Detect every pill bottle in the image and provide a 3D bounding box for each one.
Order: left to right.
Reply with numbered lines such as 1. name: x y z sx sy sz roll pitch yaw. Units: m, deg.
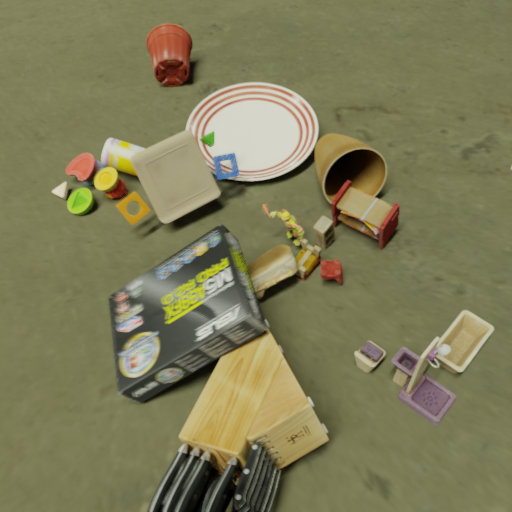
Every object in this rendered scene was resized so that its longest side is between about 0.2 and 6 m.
1. pill bottle: -2.752 -2.139 12.490 1.254 0.654 0.654 18 50 -3

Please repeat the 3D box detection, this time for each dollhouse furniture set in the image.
1. dollhouse furniture set: 1.740 -0.263 11.078 1.210 0.914 2.248 31 73 23
2. dollhouse furniture set: 2.943 1.230 9.210 1.672 1.498 2.110 35 57 26

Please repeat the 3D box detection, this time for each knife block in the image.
1. knife block: -0.484 2.576 8.276 2.702 0.985 3.078 -28 37 -3

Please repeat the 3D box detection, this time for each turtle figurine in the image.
1. turtle figurine: 0.640 -0.637 10.998 1.094 0.882 0.352 33 75 35

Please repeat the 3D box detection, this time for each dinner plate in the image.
1. dinner plate: -0.103 -2.924 13.321 3.138 0.380 3.138 -1 58 1

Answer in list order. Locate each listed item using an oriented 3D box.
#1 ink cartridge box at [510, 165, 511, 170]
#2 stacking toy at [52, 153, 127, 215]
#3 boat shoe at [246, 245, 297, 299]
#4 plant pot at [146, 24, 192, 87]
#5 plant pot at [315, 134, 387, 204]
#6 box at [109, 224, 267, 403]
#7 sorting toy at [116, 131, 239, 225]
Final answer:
1. ink cartridge box: 6.448 -2.085 12.947 0.808 0.190 0.798 33 56 27
2. stacking toy: -3.650 -1.479 12.373 1.437 0.607 1.301 36 84 31
3. boat shoe: -0.038 0.512 10.361 1.806 0.625 0.666 -30 27 3
4. plant pot: -2.308 -5.338 15.136 1.273 1.273 1.238 -6 57 -5
5. plant pot: 1.882 -2.036 12.238 1.431 1.431 1.536 -11 39 -9
6. box: -1.233 0.922 9.250 2.549 0.564 2.042 -32 46 14
7. sorting toy: -1.671 -1.608 11.498 2.701 1.521 0.368 -30 12 -18
